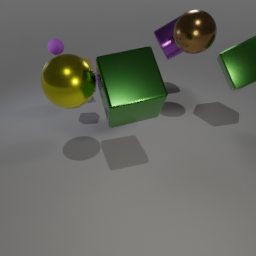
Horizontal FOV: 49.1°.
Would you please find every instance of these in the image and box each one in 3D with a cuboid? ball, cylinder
[{"bbox_3d":[-1.519,-1.190,7.215,1.400,1.400,1.400,0,31,0],"label":"ball"},{"bbox_3d":[2.225,-3.187,9.327,1.400,1.400,1.400,0,31,0],"label":"ball"},{"bbox_3d":[2.048,-3.934,12.270,1.400,1.400,1.400,-28,29,11],"label":"cylinder"},{"bbox_3d":[-3.183,-3.586,12.378,0.700,0.700,0.700,0,31,0],"label":"ball"}]

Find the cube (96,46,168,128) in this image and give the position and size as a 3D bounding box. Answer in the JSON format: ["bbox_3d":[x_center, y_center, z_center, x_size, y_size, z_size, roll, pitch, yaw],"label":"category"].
[{"bbox_3d":[0.036,-0.997,7.155,1.400,1.400,1.400,-14,73,-9],"label":"cube"}]

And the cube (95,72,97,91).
[{"bbox_3d":[-1.585,-1.694,10.285,0.700,0.700,0.700,7,-3,-25],"label":"cube"}]

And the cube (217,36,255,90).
[{"bbox_3d":[4.185,-2.286,10.083,1.400,1.400,1.400,-25,1,16],"label":"cube"}]

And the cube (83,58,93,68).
[{"bbox_3d":[-1.985,-2.548,12.129,0.700,0.700,0.700,-8,64,-27],"label":"cube"}]
